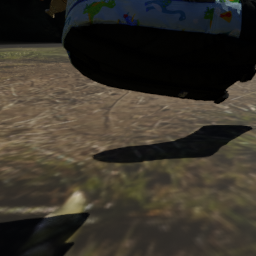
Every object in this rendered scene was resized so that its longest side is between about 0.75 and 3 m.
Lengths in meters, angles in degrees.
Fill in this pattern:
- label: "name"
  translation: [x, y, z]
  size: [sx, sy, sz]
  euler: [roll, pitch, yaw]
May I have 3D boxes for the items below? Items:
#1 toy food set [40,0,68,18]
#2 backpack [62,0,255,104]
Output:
- label: "toy food set"
  translation: [-1.828, -4.147, 7.787]
  size: [2.063, 1.311, 0.325]
  euler: [-24, 47, 25]
- label: "backpack"
  translation: [0.330, -1.321, 4.085]
  size: [2.518, 1.936, 2.054]
  euler: [-6, -14, -5]
